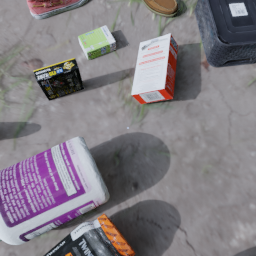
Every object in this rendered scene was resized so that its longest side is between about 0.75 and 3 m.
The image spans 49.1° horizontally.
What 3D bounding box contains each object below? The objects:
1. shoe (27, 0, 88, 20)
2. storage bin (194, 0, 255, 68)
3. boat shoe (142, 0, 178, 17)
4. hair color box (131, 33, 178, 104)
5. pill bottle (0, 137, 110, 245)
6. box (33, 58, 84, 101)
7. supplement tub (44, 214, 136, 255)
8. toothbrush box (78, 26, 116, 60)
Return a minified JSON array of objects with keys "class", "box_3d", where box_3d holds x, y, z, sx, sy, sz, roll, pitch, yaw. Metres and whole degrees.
[{"class":"shoe","box_3d":[-2.121,-4.179,8.640,2.101,0.956,0.751,-27,72,-10]},{"class":"storage bin","box_3d":[3.024,-3.117,8.167,1.606,1.114,2.376,-6,69,-3]},{"class":"boat shoe","box_3d":[0.752,-4.324,8.828,2.082,0.708,0.749,42,75,14]},{"class":"hair color box","box_3d":[0.753,-1.595,7.601,0.990,0.570,1.784,-7,62,33]},{"class":"pill bottle","box_3d":[-2.022,1.472,6.126,2.934,1.647,1.647,-24,71,-10]},{"class":"box","box_3d":[-1.750,-1.235,7.325,1.065,1.334,0.329,-18,76,-7]},{"class":"supplement tub","box_3d":[-1.025,2.909,5.738,2.233,1.368,1.368,-39,74,-13]},{"class":"toothbrush box","box_3d":[-0.912,-2.527,8.315,0.922,0.397,0.672,-26,71,-8]}]
